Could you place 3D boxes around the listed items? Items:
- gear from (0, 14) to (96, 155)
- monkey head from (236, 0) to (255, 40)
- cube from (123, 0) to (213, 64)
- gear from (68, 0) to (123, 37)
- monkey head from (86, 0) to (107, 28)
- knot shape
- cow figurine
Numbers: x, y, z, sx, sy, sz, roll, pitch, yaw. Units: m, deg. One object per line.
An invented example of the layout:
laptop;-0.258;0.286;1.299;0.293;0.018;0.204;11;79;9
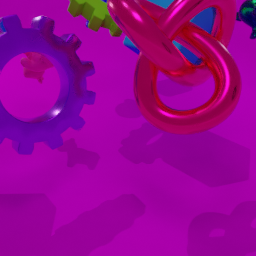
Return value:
gear;-1.403;-0.602;4.110;1.944;1.944;0.359;-25;27;-30
monkey head;2.570;-2.281;5.810;0.627;0.749;1.041;20;7;-6
cube;0.898;-1.885;5.569;1.237;1.237;1.237;27;8;32
gear;-0.465;-2.820;5.849;1.938;0.358;1.938;12;62;-23
monkey head;-0.759;-3.313;7.013;1.134;1.576;0.950;-1;11;22
knot shape;0.714;-0.885;3.670;2.088;1.954;0.965;-2;-8;-26
cow figurine;-1.806;-1.343;5.824;1.000;0.984;0.549;-9;75;15
